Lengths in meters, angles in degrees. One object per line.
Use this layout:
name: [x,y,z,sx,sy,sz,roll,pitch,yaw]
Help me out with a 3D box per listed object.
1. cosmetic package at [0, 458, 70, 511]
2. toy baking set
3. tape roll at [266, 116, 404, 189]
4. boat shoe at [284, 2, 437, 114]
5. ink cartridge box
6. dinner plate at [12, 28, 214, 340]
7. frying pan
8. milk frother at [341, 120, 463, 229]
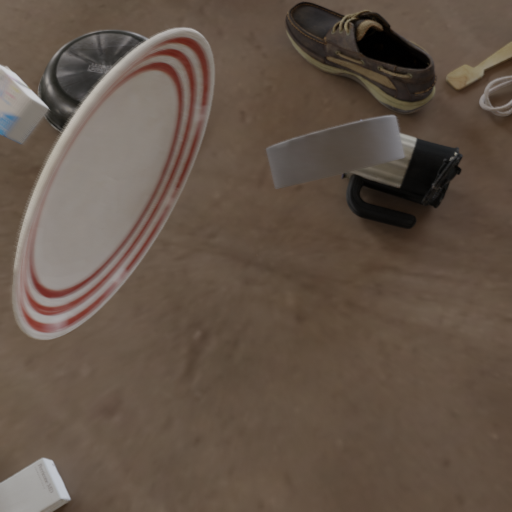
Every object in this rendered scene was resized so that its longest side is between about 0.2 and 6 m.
cosmetic package: [-2.895,2.990,6.700,1.118,0.398,0.567,-30,69,-14]
toy baking set: [4.942,-3.064,9.543,3.006,0.350,2.307,25,68,11]
tape roll: [0.930,-1.221,6.671,1.559,1.559,0.515,-14,96,-6]
boat shoe: [1.788,-3.590,9.381,2.956,1.084,1.101,34,70,15]
ink cartridge box: [-3.422,-2.130,7.609,1.112,0.377,0.640,44,98,21]
dinner plate: [-1.340,-0.673,5.425,0.390,3.218,3.218,27,68,6]
frying pan: [-2.905,-2.359,9.135,2.447,0.658,4.045,29,65,13]
milk frother: [2.064,-1.314,8.036,1.519,1.615,1.458,18,67,9]
